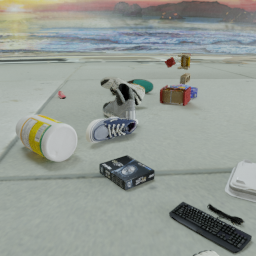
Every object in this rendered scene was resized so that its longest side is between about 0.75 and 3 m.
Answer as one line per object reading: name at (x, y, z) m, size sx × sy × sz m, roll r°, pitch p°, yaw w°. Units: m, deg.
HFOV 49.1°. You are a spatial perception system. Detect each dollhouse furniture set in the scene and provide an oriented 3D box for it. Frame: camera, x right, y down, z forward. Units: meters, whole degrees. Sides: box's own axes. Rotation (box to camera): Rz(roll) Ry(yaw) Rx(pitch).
dollhouse furniture set at (2.417, -2.453, 13.948) m, size 1.370 × 2.546 × 1.036 m, roll 11°, pitch 26°, yaw 26°

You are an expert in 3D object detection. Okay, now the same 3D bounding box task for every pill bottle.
pill bottle at (-2.500, 0.216, 8.296) m, size 1.966 × 1.109 × 1.109 m, roll 17°, pitch 25°, yaw 41°

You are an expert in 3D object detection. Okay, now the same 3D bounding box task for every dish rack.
dish rack at (3.121, 1.209, 6.562) m, size 1.406 × 0.357 × 1.638 m, roll 11°, pitch 23°, yaw 27°

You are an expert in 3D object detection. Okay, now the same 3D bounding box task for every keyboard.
keyboard at (1.601, 1.744, 5.299) m, size 0.927 × 0.150 × 1.458 m, roll -17°, pitch 26°, yaw -41°

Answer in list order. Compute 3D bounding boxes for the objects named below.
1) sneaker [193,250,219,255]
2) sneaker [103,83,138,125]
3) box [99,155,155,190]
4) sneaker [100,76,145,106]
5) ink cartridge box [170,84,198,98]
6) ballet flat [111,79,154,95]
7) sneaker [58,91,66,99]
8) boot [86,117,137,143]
sneaker at (0.594, 2.146, 3.132) m, size 2.239 × 0.868 × 0.892 m, roll -13°, pitch 31°, yaw -34°
sneaker at (-0.304, -1.117, 11.476) m, size 1.009 × 1.553 × 2.689 m, roll -8°, pitch 21°, yaw -25°
box at (-0.044, 1.089, 7.042) m, size 0.919 × 0.250 × 1.147 m, roll -13°, pitch 23°, yaw -34°
sneaker at (-0.303, -1.725, 13.227) m, size 2.204 × 0.966 × 0.834 m, roll 16°, pitch -19°, yaw -4°
ink cartridge box at (3.170, -2.030, 15.715) m, size 1.043 × 0.584 × 1.529 m, roll -9°, pitch 22°, yaw -23°
ballet flat at (0.193, -2.427, 16.523) m, size 2.557 × 0.870 × 0.875 m, roll -3°, pitch 7°, yaw -9°
sneaker at (-3.685, -1.851, 15.485) m, size 0.310 × 0.365 × 0.841 m, roll -13°, pitch 23°, yaw -33°
boot at (-0.504, 0.014, 9.402) m, size 0.918 × 0.739 × 2.032 m, roll 4°, pitch 18°, yaw 27°
